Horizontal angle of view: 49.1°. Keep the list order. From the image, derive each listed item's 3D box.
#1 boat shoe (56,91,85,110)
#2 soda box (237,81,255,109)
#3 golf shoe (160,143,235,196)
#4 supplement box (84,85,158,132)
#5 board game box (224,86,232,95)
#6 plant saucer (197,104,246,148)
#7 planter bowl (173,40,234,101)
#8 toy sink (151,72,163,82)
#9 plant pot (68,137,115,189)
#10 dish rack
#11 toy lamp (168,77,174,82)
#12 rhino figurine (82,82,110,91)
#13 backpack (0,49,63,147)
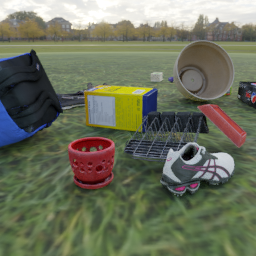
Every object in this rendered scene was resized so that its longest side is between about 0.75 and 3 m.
[{"bbox_3d":[-1.944,-1.165,10.628,0.706,0.602,2.112,13,23,35],"label":"boat shoe"},{"bbox_3d":[4.971,-1.220,10.565,0.828,0.741,2.341,1,19,0],"label":"soda box"},{"bbox_3d":[1.354,0.628,5.016,1.722,0.759,0.665,-12,21,-35],"label":"golf shoe"},{"bbox_3d":[-0.192,-0.615,8.241,1.937,1.054,1.061,7,20,20],"label":"supplement box"},{"bbox_3d":[4.053,-1.913,13.194,0.874,0.410,1.720,-3,18,-8],"label":"board game box"},{"bbox_3d":[2.218,-0.126,6.386,1.223,0.224,1.220,48,22,17],"label":"plant saucer"},{"bbox_3d":[2.846,-2.107,11.411,2.352,2.352,1.583,-3,-8,-10],"label":"planter bowl"},{"bbox_3d":[1.712,-3.027,16.460,0.556,0.478,0.853,7,20,21],"label":"toy sink"},{"bbox_3d":[-0.640,0.622,5.006,0.815,0.742,0.815,1,19,0],"label":"plant pot"},{"bbox_3d":[0.883,0.218,6.291,1.584,0.563,2.065,1,29,24],"label":"dish rack"},{"bbox_3d":[2.840,-2.767,15.989,1.064,0.310,0.310,0,18,-4],"label":"toy lamp"},{"bbox_3d":[-0.956,-1.614,12.064,1.884,0.563,0.824,-5,26,-21],"label":"rhino figurine"},{"bbox_3d":[-2.939,-0.527,6.764,2.036,1.971,2.426,-26,16,11],"label":"backpack"}]
